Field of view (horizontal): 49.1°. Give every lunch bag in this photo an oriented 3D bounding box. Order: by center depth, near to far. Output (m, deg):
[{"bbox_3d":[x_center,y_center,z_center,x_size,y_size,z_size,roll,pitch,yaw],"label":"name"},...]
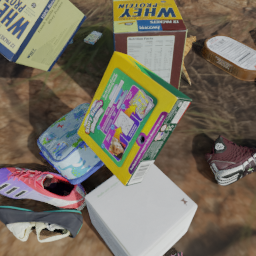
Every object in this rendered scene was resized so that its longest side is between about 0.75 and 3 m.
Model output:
[{"bbox_3d":[-1.357,0.331,7.730,2.046,1.049,2.545,-41,28,-16],"label":"lunch bag"}]

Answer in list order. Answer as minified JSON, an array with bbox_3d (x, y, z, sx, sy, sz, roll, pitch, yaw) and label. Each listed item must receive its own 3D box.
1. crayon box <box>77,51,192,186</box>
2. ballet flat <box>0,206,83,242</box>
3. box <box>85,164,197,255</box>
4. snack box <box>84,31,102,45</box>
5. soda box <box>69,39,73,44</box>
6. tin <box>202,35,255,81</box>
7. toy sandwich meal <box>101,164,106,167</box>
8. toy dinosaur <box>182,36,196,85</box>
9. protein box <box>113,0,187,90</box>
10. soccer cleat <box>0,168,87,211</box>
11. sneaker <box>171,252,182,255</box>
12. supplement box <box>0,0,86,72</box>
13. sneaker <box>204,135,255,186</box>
[{"bbox_3d":[0.002,-0.183,5.314,0.558,1.916,1.653,0,36,-50],"label":"crayon box"},{"bbox_3d":[-2.288,2.409,6.963,2.290,0.836,0.836,4,51,0],"label":"ballet flat"},{"bbox_3d":[0.268,2.079,6.670,1.848,1.591,1.857,-33,58,-24],"label":"box"},{"bbox_3d":[-1.550,-4.033,12.498,0.454,0.145,0.781,24,55,18],"label":"snack box"},{"bbox_3d":[-3.309,-4.540,12.541,0.766,0.712,2.239,-26,57,-20],"label":"soda box"},{"bbox_3d":[4.294,-2.902,11.372,1.565,0.585,2.794,-37,60,-21],"label":"tin"},{"bbox_3d":[-0.205,0.402,8.196,2.058,0.705,2.058,-33,33,25],"label":"toy sandwich meal"},{"bbox_3d":[2.130,-3.161,11.347,1.554,0.884,2.925,16,53,11],"label":"toy dinosaur"},{"bbox_3d":[0.522,-2.454,9.237,1.965,2.913,2.892,-2,44,-2],"label":"protein box"},{"bbox_3d":[-2.471,1.473,7.517,2.820,1.032,0.962,13,52,10],"label":"soccer cleat"},{"bbox_3d":[1.377,3.273,6.582,0.390,0.323,0.818,-24,55,-31],"label":"sneaker"},{"bbox_3d":[-2.590,-2.908,7.708,1.409,2.096,2.098,38,101,6],"label":"supplement box"},{"bbox_3d":[3.399,0.615,8.308,2.452,0.928,1.416,-19,51,-14],"label":"sneaker"}]
